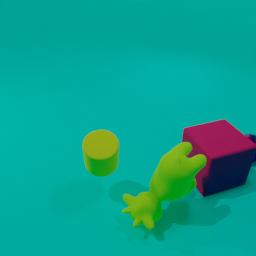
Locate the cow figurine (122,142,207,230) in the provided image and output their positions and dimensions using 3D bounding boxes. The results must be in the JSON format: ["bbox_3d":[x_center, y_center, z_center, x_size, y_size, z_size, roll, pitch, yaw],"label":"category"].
[{"bbox_3d":[0.664,1.145,5.428,1.572,1.598,0.877,-26,55,-31],"label":"cow figurine"}]

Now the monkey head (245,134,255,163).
[{"bbox_3d":[3.212,0.393,7.161,1.276,0.918,0.769,-1,38,-9],"label":"monkey head"}]

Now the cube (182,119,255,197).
[{"bbox_3d":[2.021,0.662,6.537,1.173,1.173,1.173,-12,36,-16],"label":"cube"}]

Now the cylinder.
[{"bbox_3d":[-0.545,0.521,5.717,0.715,0.715,0.715,2,52,-2],"label":"cylinder"}]
